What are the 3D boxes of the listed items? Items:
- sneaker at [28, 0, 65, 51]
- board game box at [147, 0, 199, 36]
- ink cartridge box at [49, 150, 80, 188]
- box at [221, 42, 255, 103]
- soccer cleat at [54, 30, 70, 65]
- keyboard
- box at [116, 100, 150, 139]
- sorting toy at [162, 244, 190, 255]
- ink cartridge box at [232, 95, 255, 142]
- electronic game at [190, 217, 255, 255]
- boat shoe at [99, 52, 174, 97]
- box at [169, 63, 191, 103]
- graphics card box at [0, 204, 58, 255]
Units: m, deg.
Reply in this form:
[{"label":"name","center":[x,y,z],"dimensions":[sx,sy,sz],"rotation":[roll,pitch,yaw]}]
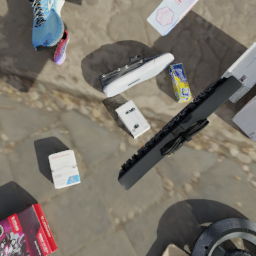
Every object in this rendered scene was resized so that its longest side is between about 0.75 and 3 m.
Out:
[{"label":"sneaker","center":[-2.723,-3.668,8.635],"dimensions":[1.089,1.250,2.779],"rotation":[-10,71,23]},{"label":"board game box","center":[1.445,-2.999,5.932],"dimensions":[0.478,2.321,2.316],"rotation":[43,111,-7]},{"label":"ink cartridge box","center":[-1.809,1.182,8.010],"dimensions":[0.686,0.402,0.937],"rotation":[-14,76,-4]},{"label":"box","center":[3.414,-1.589,8.247],"dimensions":[0.822,1.258,1.251],"rotation":[43,80,10]},{"label":"soccer cleat","center":[-2.129,-2.580,8.923],"dimensions":[0.373,0.428,1.119],"rotation":[13,76,3]},{"label":"keyboard","center":[0.885,0.046,5.317],"dimensions":[2.802,1.683,0.359],"rotation":[-43,96,2]},{"label":"box","center":[0.140,-0.262,8.416],"dimensions":[0.591,0.305,1.013],"rotation":[-34,79,-8]},{"label":"sorting toy","center":[1.297,4.012,7.422],"dimensions":[1.307,0.258,1.412],"rotation":[34,83,8]},{"label":"ink cartridge box","center":[4.318,-0.915,7.807],"dimensions":[2.456,1.779,1.031],"rotation":[-43,79,-9]},{"label":"electronic game","center":[2.864,3.699,7.306],"dimensions":[2.621,0.545,2.621],"rotation":[2,77,-7]},{"label":"boat shoe","center":[0.212,-1.819,8.590],"dimensions":[2.398,0.839,0.794],"rotation":[-29,79,1]},{"label":"box","center":[1.598,-1.398,8.642],"dimensions":[0.371,0.404,1.155],"rotation":[-12,77,-3]},{"label":"graphics card box","center":[-3.185,3.136,7.455],"dimensions":[2.205,0.561,1.383],"rotation":[-25,79,-5]}]
